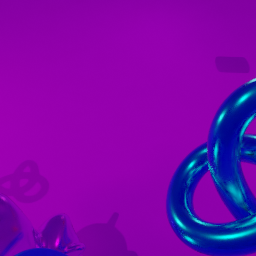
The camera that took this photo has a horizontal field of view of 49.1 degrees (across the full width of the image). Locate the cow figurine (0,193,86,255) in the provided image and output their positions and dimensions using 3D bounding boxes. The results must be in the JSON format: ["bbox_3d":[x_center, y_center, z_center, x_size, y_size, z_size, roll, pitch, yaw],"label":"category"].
[{"bbox_3d":[-1.249,1.442,3.167,1.476,0.823,1.500,43,24,-3],"label":"cow figurine"}]

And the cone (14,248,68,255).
[{"bbox_3d":[-0.928,1.895,2.102,1.348,1.343,1.343,-41,55,11],"label":"cone"}]

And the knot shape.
[{"bbox_3d":[1.071,0.524,2.473,0.818,1.657,1.771,-4,79,-54],"label":"knot shape"}]
